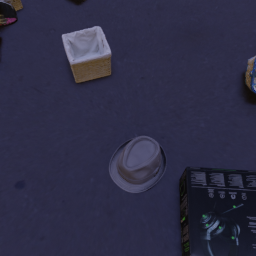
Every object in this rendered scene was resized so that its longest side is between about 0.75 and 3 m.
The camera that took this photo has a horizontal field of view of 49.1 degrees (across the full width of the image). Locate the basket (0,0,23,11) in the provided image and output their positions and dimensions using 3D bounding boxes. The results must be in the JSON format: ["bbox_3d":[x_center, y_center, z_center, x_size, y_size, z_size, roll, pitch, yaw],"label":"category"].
[{"bbox_3d":[-5.087,-5.560,11.950,0.773,0.703,1.140,-29,63,-15],"label":"basket"}]

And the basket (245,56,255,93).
[{"bbox_3d":[4.875,-1.725,8.997,1.861,2.111,1.468,2,100,1],"label":"basket"}]

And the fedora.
[{"bbox_3d":[0.313,0.912,8.181,1.816,0.820,1.606,-38,67,-19],"label":"fedora"}]

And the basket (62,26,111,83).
[{"bbox_3d":[-1.421,-2.597,9.982,1.462,1.175,1.448,-17,62,-8],"label":"basket"}]

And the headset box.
[{"bbox_3d":[2.457,2.325,7.207,2.058,1.097,2.364,2,60,1],"label":"headset box"}]

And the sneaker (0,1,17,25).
[{"bbox_3d":[-5.810,-4.813,11.433,2.384,0.958,1.029,-3,34,-14],"label":"sneaker"}]
